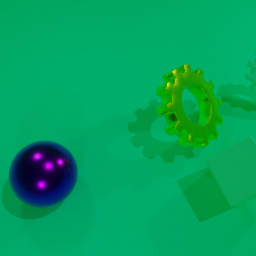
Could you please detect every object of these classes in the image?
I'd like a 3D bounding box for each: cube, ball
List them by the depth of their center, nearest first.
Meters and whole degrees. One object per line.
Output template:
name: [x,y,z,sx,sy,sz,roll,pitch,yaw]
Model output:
cube: [2.403,0.929,5.796,1.030,1.030,1.030,-33,64,18]
ball: [-1.733,0.944,5.810,1.371,1.371,1.371,0,60,0]

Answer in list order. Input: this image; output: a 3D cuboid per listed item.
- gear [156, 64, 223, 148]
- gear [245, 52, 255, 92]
gear: [1.479,-0.502,6.530,1.909,0.353,1.909,10,73,-35]
gear: [3.617,-1.380,6.920,1.320,1.320,0.244,9,17,5]
